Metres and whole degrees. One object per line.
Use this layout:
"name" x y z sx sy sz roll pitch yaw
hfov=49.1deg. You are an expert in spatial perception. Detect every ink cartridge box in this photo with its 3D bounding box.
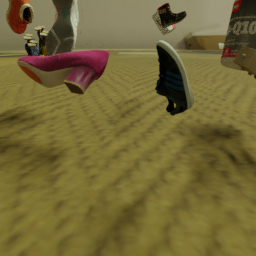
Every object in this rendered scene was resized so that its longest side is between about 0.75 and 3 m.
"ink cartridge box" 1.534 -4.523 11.955 0.396 0.949 0.689 -29 6 47

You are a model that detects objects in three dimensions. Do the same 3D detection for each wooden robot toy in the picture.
"wooden robot toy" 3.629 -1.506 6.538 2.523 1.145 1.112 21 18 -20

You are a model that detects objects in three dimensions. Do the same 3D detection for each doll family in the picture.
"doll family" -3.294 -2.775 10.367 0.900 1.326 2.294 14 38 5

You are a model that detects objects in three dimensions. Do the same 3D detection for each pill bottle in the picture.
"pill bottle" 3.806 -3.111 8.396 1.501 2.635 1.501 11 7 -1

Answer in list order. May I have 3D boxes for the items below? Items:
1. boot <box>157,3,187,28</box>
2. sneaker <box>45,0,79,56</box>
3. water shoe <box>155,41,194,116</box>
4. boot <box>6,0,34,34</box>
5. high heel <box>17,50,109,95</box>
"boot" 1.576 -4.160 10.148 1.000 0.753 0.366 -20 47 17
"sneaker" -2.107 -3.472 9.671 1.005 2.859 1.146 7 -2 6
"water shoe" 0.666 -0.747 4.515 0.507 1.286 0.460 -31 28 -4
"boot" -3.492 -3.584 9.152 0.660 1.758 0.943 -25 74 -30
"high heel" -1.761 -1.724 7.323 2.651 0.893 1.272 17 64 35
